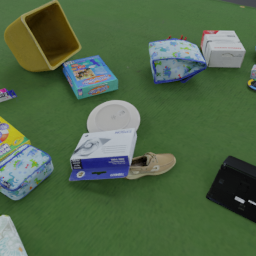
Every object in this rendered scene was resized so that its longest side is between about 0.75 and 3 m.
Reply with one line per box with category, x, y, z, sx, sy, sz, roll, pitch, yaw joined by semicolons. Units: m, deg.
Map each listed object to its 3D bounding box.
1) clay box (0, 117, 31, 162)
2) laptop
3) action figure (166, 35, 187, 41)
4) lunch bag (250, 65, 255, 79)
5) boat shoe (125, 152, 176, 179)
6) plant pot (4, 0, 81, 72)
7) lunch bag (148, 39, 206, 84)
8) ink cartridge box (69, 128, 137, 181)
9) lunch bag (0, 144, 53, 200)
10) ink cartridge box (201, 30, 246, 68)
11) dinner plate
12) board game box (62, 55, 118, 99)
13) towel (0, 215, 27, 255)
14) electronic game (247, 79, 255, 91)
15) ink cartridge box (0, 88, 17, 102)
clay box;-4.127;0.464;9.002;2.189;0.521;1.258;31;50;24
laptop;3.334;1.681;8.051;1.559;0.909;1.760;24;73;25
action figure;2.337;-4.640;14.935;1.630;0.421;0.533;-23;49;-20
lunch bag;5.889;-2.444;12.384;0.776;0.493;0.658;12;40;27
boat shoe;0.656;1.046;8.400;1.727;0.561;0.623;-11;43;-13
plant pot;-4.098;-3.940;12.667;2.423;2.368;2.353;-4;34;36
lunch bag;2.116;-2.988;12.285;2.252;1.435;1.914;-9;41;5
ink cartridge box;-0.750;0.748;8.432;1.857;0.378;1.861;-7;35;15
lunch bag;-3.100;1.230;8.135;1.257;0.645;1.563;25;47;26
ink cartridge box;4.552;-3.872;13.640;1.583;0.919;2.194;1;42;2
dinner plate;-0.522;-0.303;9.851;1.896;0.230;1.896;-3;55;4
board game box;-1.687;-2.266;12.135;1.786;0.528;2.349;-16;44;-17
towel;-3.458;3.358;5.732;2.820;0.679;2.414;-25;48;-26
electronic game;5.542;-1.825;11.901;0.919;0.191;0.919;0;41;0
ink cartridge box;-5.182;-1.274;11.273;1.243;0.231;0.589;-23;48;-26
